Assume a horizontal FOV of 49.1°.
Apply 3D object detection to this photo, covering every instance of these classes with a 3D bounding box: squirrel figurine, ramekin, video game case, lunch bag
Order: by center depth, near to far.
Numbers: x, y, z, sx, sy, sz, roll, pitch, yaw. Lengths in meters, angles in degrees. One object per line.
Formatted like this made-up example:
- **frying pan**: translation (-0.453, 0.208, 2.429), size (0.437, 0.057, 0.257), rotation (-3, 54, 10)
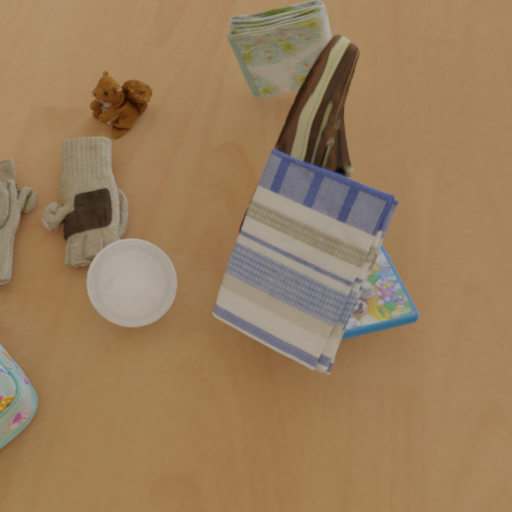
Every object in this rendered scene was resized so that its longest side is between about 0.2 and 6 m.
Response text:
- **lunch bag**: translation (-4.559, 1.832, 7.740), size (2.627, 1.012, 2.106), rotation (39, 70, 20)
- **ramekin**: translation (-1.879, 0.399, 8.472), size (1.316, 0.613, 1.316), rotation (0, 90, -14)
- **video game case**: translation (1.260, 0.238, 8.556), size (1.623, 0.202, 2.267), rotation (-13, 49, -6)
- **squirrel figurine**: translation (-2.525, -2.951, 10.397), size (1.160, 1.082, 0.821), rotation (-30, 65, -16)

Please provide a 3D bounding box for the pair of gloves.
- **pair of gloves**: translation (-3.643, -0.739, 9.499), size (2.893, 0.507, 2.460), rotation (-15, 65, -6)

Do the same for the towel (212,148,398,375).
- **towel**: translation (0.576, 0.091, 7.418), size (1.876, 0.304, 2.554), rotation (25, 104, 18)

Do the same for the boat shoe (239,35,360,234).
- **boat shoe**: translation (0.879, -1.476, 8.122), size (1.181, 1.179, 3.193), rotation (23, 98, -7)

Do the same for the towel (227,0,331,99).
- **towel**: translation (0.520, -3.574, 9.909), size (1.675, 1.957, 0.471), rotation (-5, 69, 14)
